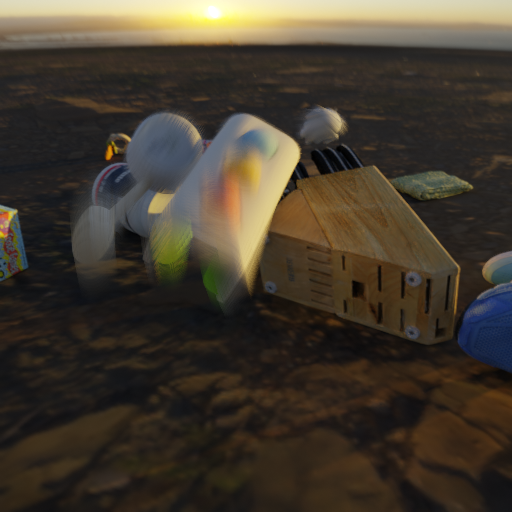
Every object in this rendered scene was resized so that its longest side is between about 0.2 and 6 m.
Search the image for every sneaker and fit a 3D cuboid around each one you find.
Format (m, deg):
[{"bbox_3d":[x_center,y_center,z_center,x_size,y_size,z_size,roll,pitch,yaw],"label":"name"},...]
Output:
[{"bbox_3d":[4.583,0.459,8.840,1.775,0.706,1.159,4,25,10],"label":"sneaker"},{"bbox_3d":[4.126,1.258,6.465,3.522,1.383,1.570,12,26,22],"label":"sneaker"}]

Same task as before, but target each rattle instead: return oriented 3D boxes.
[{"bbox_3d":[-3.805,-3.078,16.391,1.121,0.730,0.801,18,30,-26],"label":"rattle"}]

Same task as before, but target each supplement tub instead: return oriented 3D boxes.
[{"bbox_3d":[-2.322,-1.098,11.327,1.824,1.280,1.280,22,34,37],"label":"supplement tub"}]

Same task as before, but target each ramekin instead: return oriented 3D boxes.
[{"bbox_3d":[-1.381,-1.614,8.657,1.178,1.178,0.618,-11,-13,-21],"label":"ramekin"}]

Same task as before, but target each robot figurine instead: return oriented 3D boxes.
[{"bbox_3d":[1.270,-2.499,10.826,0.853,0.723,0.482,-28,32,25],"label":"robot figurine"}]

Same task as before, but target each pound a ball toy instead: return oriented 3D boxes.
[{"bbox_3d":[-0.762,-0.869,7.552,2.031,1.323,3.115,29,44,-3],"label":"pound a ball toy"}]

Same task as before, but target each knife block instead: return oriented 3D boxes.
[{"bbox_3d":[1.821,-0.639,9.579,4.173,1.335,3.664,16,43,32],"label":"knife block"}]

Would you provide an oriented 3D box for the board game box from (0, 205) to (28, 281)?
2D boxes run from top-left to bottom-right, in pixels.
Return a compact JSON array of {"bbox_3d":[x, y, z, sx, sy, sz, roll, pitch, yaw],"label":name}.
[{"bbox_3d":[-5.122,0.020,9.152,1.168,1.189,2.267,15,31,26],"label":"board game box"}]

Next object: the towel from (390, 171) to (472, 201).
[{"bbox_3d":[4.284,-1.756,13.766,1.704,0.311,1.264,-13,28,-25],"label":"towel"}]

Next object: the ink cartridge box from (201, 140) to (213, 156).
[{"bbox_3d":[-1.316,-2.242,13.735,1.236,0.894,0.898,5,65,8],"label":"ink cartridge box"}]
